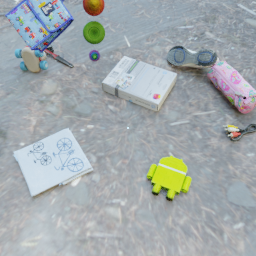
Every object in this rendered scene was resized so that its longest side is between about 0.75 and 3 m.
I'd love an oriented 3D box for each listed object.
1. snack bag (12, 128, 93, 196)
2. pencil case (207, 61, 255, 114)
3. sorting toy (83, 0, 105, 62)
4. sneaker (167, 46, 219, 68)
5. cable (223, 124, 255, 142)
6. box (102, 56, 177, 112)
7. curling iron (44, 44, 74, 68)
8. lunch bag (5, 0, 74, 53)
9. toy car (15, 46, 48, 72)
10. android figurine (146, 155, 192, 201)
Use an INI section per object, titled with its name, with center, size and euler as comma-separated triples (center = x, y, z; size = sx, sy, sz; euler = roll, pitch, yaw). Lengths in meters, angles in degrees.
[snack bag]
center = -2.759, 1.219, 10.221
size = 2.327, 0.249, 2.195
euler = -26, 56, -19
[pencil case]
center = 4.504, -1.779, 11.987
size = 1.109, 1.109, 2.537
euler = -18, 54, -13
[sorting toy]
center = -1.278, -3.787, 10.638
size = 0.874, 2.520, 0.868
euler = -1, 20, -9
[sneaker]
center = 3.046, -3.208, 13.239
size = 2.618, 1.140, 0.976
euler = 21, 96, 35
[cable]
center = 4.490, 0.126, 10.976
size = 1.482, 0.373, 0.720
euler = -8, 53, -6
[box]
center = 0.531, -2.054, 12.538
size = 2.720, 0.560, 2.120
euler = 22, 56, 17
[curling iron]
center = -3.462, -3.575, 13.881
size = 2.198, 0.281, 0.545
euler = 37, 60, 25
[lunch bag]
center = -2.941, -3.880, 9.812
size = 1.976, 0.930, 1.488
euler = -37, 93, 11
[toy car]
center = -4.367, -3.477, 13.330
size = 1.289, 1.237, 1.399
euler = 1, 40, 14
[android figurine]
center = 1.454, 1.683, 9.802
size = 1.514, 0.341, 1.663
euler = 17, 55, 13
